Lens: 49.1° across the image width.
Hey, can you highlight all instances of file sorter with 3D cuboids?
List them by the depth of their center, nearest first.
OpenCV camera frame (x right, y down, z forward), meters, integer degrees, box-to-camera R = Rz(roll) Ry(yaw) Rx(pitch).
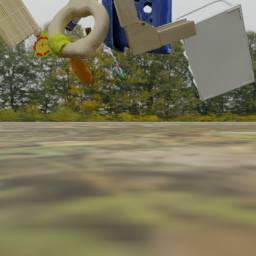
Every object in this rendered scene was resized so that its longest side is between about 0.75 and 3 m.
[{"bbox_3d":[3.193,-3.012,10.684,2.073,2.988,1.860,-21,34,10],"label":"file sorter"}]

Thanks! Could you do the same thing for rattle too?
[{"bbox_3d":[-0.851,-2.624,7.214,1.614,2.479,1.771,3,-21,37],"label":"rattle"}]

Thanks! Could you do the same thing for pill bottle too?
[{"bbox_3d":[-1.724,-3.686,8.902,1.091,0.610,0.610,-45,-16,19],"label":"pill bottle"}]

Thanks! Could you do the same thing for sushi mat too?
[{"bbox_3d":[-3.241,-3.216,6.954,0.141,2.336,1.118,9,51,42],"label":"sushi mat"}]

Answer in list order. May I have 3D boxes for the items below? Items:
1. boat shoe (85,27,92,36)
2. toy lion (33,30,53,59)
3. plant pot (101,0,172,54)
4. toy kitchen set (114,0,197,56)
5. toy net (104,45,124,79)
[{"bbox_3d":[-1.691,-4.133,12.658,0.301,0.855,0.301,-5,43,13],"label":"boat shoe"},{"bbox_3d":[-2.973,-3.151,10.295,1.179,1.130,0.405,-14,-10,15],"label":"toy lion"},{"bbox_3d":[0.314,-3.211,8.163,1.905,2.119,2.119,1,12,10],"label":"plant pot"},{"bbox_3d":[0.486,-2.705,6.305,1.473,1.633,1.332,-18,22,2],"label":"toy kitchen set"},{"bbox_3d":[-0.680,-2.903,12.194,0.322,1.667,0.874,-26,28,10],"label":"toy net"}]
